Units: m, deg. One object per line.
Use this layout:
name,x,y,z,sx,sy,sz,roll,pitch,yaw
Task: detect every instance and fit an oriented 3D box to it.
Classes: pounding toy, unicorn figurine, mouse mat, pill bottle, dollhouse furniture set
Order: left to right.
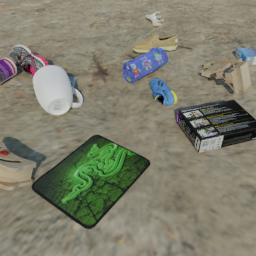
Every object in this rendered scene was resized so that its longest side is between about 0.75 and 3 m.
pounding toy,-2.856,0.923,6.004,1.699,0.974,0.971,18,14,8
pill bottle,-4.255,-1.784,9.147,0.662,0.662,1.178,16,41,19
mouse mat,-0.762,1.015,6.174,1.758,0.082,2.185,24,44,27
unicorn figurine,1.290,-5.398,13.783,0.800,0.430,1.165,-13,45,1
dollhouse furniture set,3.031,-1.624,9.286,1.487,0.851,1.744,-34,26,-35

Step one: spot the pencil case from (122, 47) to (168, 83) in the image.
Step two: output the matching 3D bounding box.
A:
pencil case,0.554,-2.155,9.429,1.709,0.742,0.667,-33,9,-26

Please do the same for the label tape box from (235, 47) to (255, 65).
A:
label tape box,4.765,-2.709,10.539,1.134,0.375,0.812,-3,40,-8

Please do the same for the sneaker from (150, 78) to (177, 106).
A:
sneaker,0.930,-1.107,8.483,0.528,0.444,1.346,-14,42,-21

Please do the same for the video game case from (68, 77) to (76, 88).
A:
video game case,-2.273,-1.393,9.110,1.037,0.114,0.945,1,39,0

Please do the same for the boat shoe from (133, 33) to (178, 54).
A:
boat shoe,1.082,-3.430,11.144,1.873,0.713,0.671,-11,40,-13

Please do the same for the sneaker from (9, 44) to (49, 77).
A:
sneaker,-3.594,-2.366,9.809,1.881,0.758,0.702,27,48,28

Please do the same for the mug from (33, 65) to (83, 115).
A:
mug,-1.926,-0.967,7.998,1.391,1.027,1.219,10,40,-38

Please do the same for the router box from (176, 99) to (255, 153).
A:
router box,2.323,-0.099,7.236,1.751,0.447,1.306,-11,40,-13
